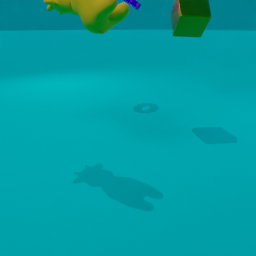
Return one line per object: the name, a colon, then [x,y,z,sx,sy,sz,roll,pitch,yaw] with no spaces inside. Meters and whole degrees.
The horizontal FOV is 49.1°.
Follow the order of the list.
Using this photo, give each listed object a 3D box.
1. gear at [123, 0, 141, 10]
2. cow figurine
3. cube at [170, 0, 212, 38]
gear: [-0.065,-4.592,9.893,1.128,0.209,1.128,31,18,-11]
cow figurine: [-0.856,-2.384,5.427,1.539,1.564,0.858,-29,-15,33]
cube: [1.679,-3.063,7.611,0.826,0.826,0.826,1,-21,-6]
